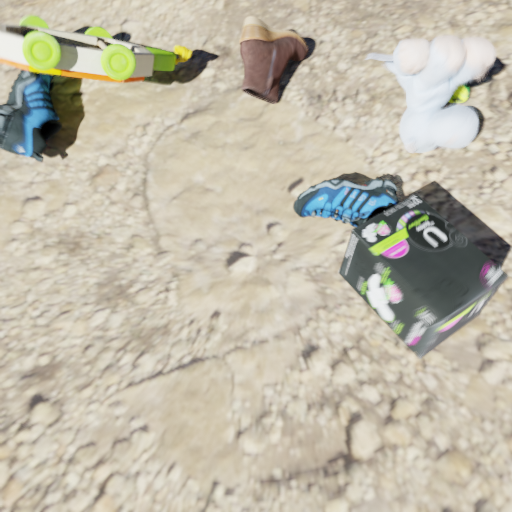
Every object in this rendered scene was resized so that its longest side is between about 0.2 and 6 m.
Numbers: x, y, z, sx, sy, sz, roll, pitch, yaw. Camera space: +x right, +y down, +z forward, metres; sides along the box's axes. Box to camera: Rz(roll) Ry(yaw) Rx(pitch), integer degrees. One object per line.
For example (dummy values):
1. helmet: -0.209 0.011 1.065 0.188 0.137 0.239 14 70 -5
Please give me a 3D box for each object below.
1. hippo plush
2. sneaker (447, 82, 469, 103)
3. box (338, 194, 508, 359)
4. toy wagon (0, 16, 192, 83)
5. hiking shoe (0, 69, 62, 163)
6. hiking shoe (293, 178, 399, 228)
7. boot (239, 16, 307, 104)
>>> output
1. hippo plush: 3.169 -2.919 10.493 2.429 1.953 1.935 6 13 35
2. sneaker: 4.028 -4.129 12.344 0.816 0.723 1.952 -29 60 -13
3. box: 2.604 0.295 9.019 1.495 1.251 2.013 -28 61 -22
4. toy wagon: -3.338 -4.240 11.695 4.021 0.796 3.120 1 27 -24
5. hiking shoe: -4.585 -2.957 11.601 1.185 1.017 2.734 25 48 -20
6. hiking shoe: 1.687 -0.898 10.164 1.994 0.742 0.865 -8 55 -5
7. boot: 0.386 -4.136 12.331 0.727 2.009 1.671 -4 83 44
